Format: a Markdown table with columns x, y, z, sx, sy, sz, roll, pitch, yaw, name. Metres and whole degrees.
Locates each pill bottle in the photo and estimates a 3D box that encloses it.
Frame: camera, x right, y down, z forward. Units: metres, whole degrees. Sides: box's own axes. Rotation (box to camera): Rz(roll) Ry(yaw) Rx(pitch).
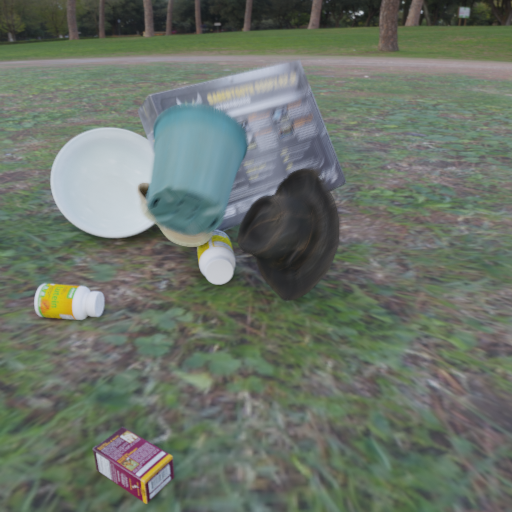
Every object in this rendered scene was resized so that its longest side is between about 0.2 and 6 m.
| x | y | z | sx | sy | sz | roll | pitch | yaw | name |
| --- | --- | --- | --- | --- | --- | --- | --- | --- | --- |
| -0.744 | 0.036 | 10.441 | 0.671 | 0.671 | 1.194 | -3 | 26 | -7 | pill bottle |
| -3.006 | 0.751 | 9.070 | 0.978 | 0.543 | 0.543 | 3 | 25 | 6 | pill bottle |

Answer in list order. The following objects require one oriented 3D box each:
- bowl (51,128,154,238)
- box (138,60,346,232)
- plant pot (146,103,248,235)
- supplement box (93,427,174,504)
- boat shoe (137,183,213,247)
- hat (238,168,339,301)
| x | y | z | sx | sy | sz | roll | pitch | yaw | name |
| --- | --- | --- | --- | --- | --- | --- | --- | --- | --- |
| -3.160 | -1.430 | 12.295 | 2.528 | 2.528 | 1.136 | -10 | -13 | -21 | bowl |
| -0.217 | -2.326 | 12.166 | 3.823 | 3.027 | 0.924 | -23 | 2 | -27 | box |
| -1.053 | -1.351 | 9.338 | 1.685 | 1.685 | 1.650 | 3 | 56 | 6 | plant pot |
| -1.337 | 2.262 | 6.106 | 0.795 | 0.340 | 0.439 | 17 | 30 | 32 | supplement box |
| -1.589 | -0.803 | 10.509 | 0.689 | 0.620 | 1.909 | -41 | 53 | -21 | boat shoe |
| 0.298 | -0.352 | 9.108 | 0.945 | 2.344 | 2.344 | 3 | 21 | -30 | hat |
